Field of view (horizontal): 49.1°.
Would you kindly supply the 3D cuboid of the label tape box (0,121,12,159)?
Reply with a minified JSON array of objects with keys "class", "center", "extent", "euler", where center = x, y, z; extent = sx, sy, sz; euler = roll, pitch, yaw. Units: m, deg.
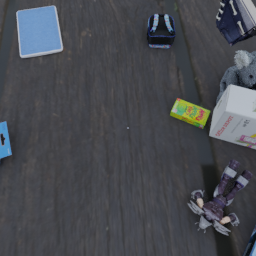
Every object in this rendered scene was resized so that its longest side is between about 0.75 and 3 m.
[{"class":"label tape box","center":[-4.609,0.677,8.970],"extent":[1.795,0.568,1.294],"euler":[-17,64,-8]}]

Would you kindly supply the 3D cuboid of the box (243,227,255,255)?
[{"class":"box","center":[4.484,3.299,7.657],"extent":[1.985,0.548,2.906],"euler":[31,67,14]}]

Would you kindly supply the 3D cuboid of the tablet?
[{"class":"tablet","center":[-3.672,-4.022,11.572],"extent":[1.696,0.178,2.607],"euler":[-12,65,-6]}]

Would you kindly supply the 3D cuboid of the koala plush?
[{"class":"koala plush","center":[4.102,-1.769,9.347],"extent":[1.863,2.101,1.930],"euler":[8,63,5]}]

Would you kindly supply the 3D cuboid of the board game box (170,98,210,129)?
[{"class":"board game box","center":[2.154,-0.517,9.731],"extent":[1.222,0.291,0.621],"euler":[23,66,11]}]

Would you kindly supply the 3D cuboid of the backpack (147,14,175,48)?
[{"class":"backpack","center":[1.298,-3.899,11.143],"extent":[1.117,0.823,1.224],"euler":[0,64,0]}]

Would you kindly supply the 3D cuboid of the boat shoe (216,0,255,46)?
[{"class":"boat shoe","center":[2.651,-3.219,7.412],"extent":[0.994,0.800,2.142],"euler":[-30,77,26]}]

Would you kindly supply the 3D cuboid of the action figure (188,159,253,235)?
[{"class":"action figure","center":[2.736,2.080,8.188],"extent":[1.505,0.802,2.313],"euler":[39,73,10]}]

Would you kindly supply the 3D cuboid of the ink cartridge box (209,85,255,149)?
[{"class":"ink cartridge box","center":[4.005,-0.185,8.713],"extent":[2.488,1.798,1.053],"euler":[17,65,9]}]
